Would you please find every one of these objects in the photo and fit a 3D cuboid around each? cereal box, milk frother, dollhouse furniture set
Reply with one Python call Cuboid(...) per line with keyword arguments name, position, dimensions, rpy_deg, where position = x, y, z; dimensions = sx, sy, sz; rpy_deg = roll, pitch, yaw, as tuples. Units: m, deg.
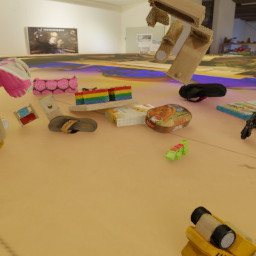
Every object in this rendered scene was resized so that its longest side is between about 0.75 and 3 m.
Cuboid(name="cereal box", position=(0.285, -0.598, 12.480), dimensions=(2.290, 0.453, 1.647), rpy_deg=(-8, 21, -21))
Cuboid(name="milk frother", position=(5.377, -0.018, 9.841), dimensions=(2.108, 1.903, 1.983), rpy_deg=(-53, 38, -9))
Cuboid(name="dollhouse furniture set", position=(-3.557, -0.475, 11.307), dimensions=(1.701, 1.192, 1.199), rpy_deg=(-30, 17, -10))
Cuboid(name="dollhouse furniture set", position=(1.196, -2.419, 7.686), dimensions=(1.808, 1.549, 1.901), rpy_deg=(30, 4, 11))

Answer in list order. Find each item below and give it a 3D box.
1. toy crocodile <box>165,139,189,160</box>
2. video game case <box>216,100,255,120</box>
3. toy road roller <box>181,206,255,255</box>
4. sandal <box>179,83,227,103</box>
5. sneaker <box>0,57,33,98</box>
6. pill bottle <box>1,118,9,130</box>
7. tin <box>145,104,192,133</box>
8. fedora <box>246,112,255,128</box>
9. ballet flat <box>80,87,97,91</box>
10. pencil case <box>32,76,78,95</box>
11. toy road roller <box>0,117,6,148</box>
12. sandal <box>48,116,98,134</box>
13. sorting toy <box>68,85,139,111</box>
Cuboid(name="toy crocodile", position=(1.574, 0.705, 8.889), dimensions=(0.424, 0.388, 1.257), rpy_deg=(15, 25, 36))
Cuboid(name="video game case", position=(6.065, -0.925, 13.767), dimensions=(2.710, 0.241, 1.940), rpy_deg=(-8, 21, -22))
Cuboid(name="toy road roller", position=(1.490, 2.029, 4.860), dimensions=(1.246, 0.910, 0.766), rpy_deg=(32, 1, -32))
Cuboid(name="sandal", position=(3.817, -1.860, 15.102), dimensions=(2.982, 1.121, 0.714), rpy_deg=(2, 57, 53))
Cuboid(name="sneaker", position=(-3.909, -1.891, 9.638), dimensions=(1.185, 1.093, 2.687), rpy_deg=(-37, 42, -28))
Cuboid(name="pill bottle", position=(-5.257, -0.198, 11.309), dimensions=(0.866, 0.487, 0.487), rpy_deg=(12, 23, 29))
Cuboid(name="tin", position=(1.670, -0.401, 11.430), dimensions=(2.224, 0.466, 1.245), rpy_deg=(-16, 43, -37))
Cuboid(name="fedora", position=(5.646, -0.378, 11.666), dimensions=(1.297, 0.592, 1.297), rpy_deg=(0, 19, 0))
Cuboid(name="ballet flat", position=(-2.528, -2.540, 18.207), dimensions=(1.200, 0.341, 0.399), rpy_deg=(6, 20, 15))
Cuboid(name="pencil case", position=(-4.462, -2.628, 17.245), dimensions=(2.697, 1.224, 1.263), rpy_deg=(-2, 44, -6))
Cuboid(name="toy road roller", position=(-5.341, 0.265, 8.390), dimensions=(2.732, 1.679, 1.994), rpy_deg=(-5, 32, 0))
Cuboid(name="sandal", position=(-2.127, -0.018, 10.761), dimensions=(1.882, 0.769, 0.514), rpy_deg=(5, 40, -5))
Cuboid(name="sorting toy", position=(-1.268, -1.423, 13.273), dimensions=(2.589, 0.906, 2.604), rpy_deg=(-11, 9, -28))
